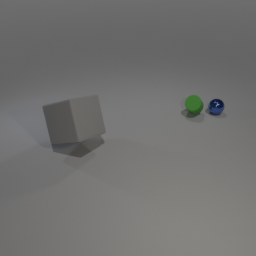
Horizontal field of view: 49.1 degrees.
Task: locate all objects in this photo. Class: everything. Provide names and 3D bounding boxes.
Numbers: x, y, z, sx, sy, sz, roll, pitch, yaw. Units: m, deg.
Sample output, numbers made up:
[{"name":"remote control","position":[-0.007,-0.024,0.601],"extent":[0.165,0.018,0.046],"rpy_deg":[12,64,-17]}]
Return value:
[{"name":"cube","position":[-1.842,-0.291,9.696],"extent":[1.400,1.400,1.400],"rpy_deg":[-7,8,35]},{"name":"cylinder","position":[2.889,-1.018,12.184],"extent":[0.700,0.700,0.700],"rpy_deg":[15,-3,24]},{"name":"ball","position":[3.923,-0.953,12.438],"extent":[0.700,0.700,0.700],"rpy_deg":[0,30,0]}]
